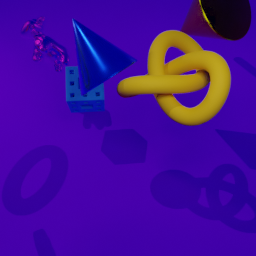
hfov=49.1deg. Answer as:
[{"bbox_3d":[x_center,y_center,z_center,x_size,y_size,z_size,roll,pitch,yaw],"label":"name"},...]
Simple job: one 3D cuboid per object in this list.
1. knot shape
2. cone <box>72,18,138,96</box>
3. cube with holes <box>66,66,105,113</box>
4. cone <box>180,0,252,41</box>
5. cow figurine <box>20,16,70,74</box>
[{"bbox_3d":[0.787,-0.901,4.473,1.747,0.807,1.634,10,54,25],"label":"knot shape"},{"bbox_3d":[-0.591,-1.282,4.554,1.101,1.101,1.105,-37,102,-25],"label":"cone"},{"bbox_3d":[-0.932,-0.845,6.245,0.784,0.784,0.784,-3,76,-5],"label":"cube with holes"},{"bbox_3d":[1.408,-2.074,5.403,1.283,1.288,1.283,4,82,-29],"label":"cone"},{"bbox_3d":[-1.958,-2.028,6.761,1.259,0.691,1.239,25,42,-34],"label":"cow figurine"}]
